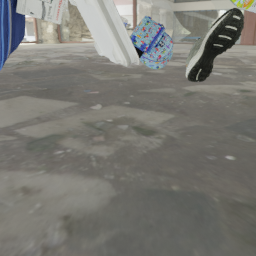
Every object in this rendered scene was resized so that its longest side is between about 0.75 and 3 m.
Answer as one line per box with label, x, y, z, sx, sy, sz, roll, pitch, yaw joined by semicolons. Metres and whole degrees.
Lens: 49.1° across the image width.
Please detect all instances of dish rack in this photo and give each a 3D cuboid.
dish rack;-0.598;-2.185;5.802;0.439;2.017;1.731;-36;32;-9

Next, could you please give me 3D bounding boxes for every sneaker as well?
sneaker;2.142;-2.234;7.418;0.820;2.218;0.879;7;54;-21

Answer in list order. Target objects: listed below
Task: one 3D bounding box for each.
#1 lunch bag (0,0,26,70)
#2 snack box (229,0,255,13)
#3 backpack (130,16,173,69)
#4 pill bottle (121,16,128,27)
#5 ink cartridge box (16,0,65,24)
lunch bag;-3.748;-2.781;6.878;1.930;2.840;1.879;16;43;-7
snack box;3.037;-3.300;5.775;0.655;1.757;2.471;49;36;12
backpack;0.882;-2.928;9.865;1.562;1.426;1.051;37;-17;1
pill bottle;-0.422;-3.217;9.412;0.581;1.020;0.581;17;30;-10
ink cartridge box;-2.070;-3.061;6.760;1.060;0.774;0.446;9;30;-19
